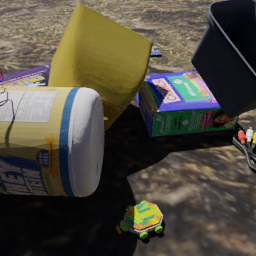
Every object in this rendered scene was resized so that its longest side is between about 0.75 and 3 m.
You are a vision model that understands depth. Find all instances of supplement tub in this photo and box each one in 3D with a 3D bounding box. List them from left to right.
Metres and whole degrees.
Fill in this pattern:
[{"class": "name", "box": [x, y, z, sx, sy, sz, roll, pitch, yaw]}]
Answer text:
[{"class": "supplement tub", "box": [-1.960, 0.228, 5.334, 2.821, 2.041, 2.041, 1, 36, 3]}]

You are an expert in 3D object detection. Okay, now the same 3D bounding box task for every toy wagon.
[{"class": "toy wagon", "box": [0.194, 1.640, 4.975, 0.842, 0.166, 0.653, -14, 38, -19]}]

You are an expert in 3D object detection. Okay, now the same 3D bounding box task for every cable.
[{"class": "cable", "box": [2.775, 0.446, 6.483, 0.643, 0.333, 1.323, 7, 36, 10]}]

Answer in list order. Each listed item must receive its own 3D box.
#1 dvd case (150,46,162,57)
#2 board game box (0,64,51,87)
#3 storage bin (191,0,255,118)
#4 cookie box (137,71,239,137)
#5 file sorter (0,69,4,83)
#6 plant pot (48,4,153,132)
[{"class": "dvd case", "box": [0.949, -3.206, 11.752, 0.712, 0.088, 0.998, -7, 37, -7]}, {"class": "board game box", "box": [-2.862, -0.989, 8.179, 2.402, 0.681, 1.986, -27, 45, -33]}, {"class": "storage bin", "box": [0.900, -0.512, 2.201, 0.593, 0.547, 0.815, -19, 70, -23]}, {"class": "cookie box", "box": [1.524, -0.734, 7.647, 2.304, 0.866, 1.971, -6, 38, -7]}, {"class": "file sorter", "box": [-2.591, -1.075, 4.744, 0.653, 0.724, 1.042, -26, 30, -21]}, {"class": "plant pot", "box": [-0.817, -1.183, 6.905, 2.117, 2.103, 2.166, 22, 51, -21]}]
